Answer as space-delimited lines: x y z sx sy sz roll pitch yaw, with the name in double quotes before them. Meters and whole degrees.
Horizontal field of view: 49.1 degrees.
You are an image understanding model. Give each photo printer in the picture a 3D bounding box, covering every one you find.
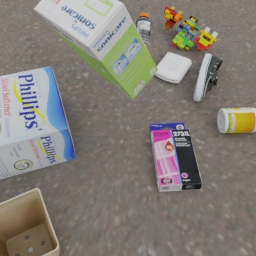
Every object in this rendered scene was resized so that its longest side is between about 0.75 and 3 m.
"photo printer" 1.693 -2.260 10.679 1.082 0.452 1.301 24 55 17

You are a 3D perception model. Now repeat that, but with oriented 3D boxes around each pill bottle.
"pill bottle" 0.504 -3.252 9.230 0.526 0.526 0.990 5 85 4
"pill bottle" 3.627 -0.241 8.826 1.417 0.787 0.787 -2 51 -1

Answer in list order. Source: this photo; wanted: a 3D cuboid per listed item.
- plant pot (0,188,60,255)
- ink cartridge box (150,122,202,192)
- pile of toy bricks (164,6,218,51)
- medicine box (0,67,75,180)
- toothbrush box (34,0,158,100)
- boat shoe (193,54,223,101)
"plant pot" -2.353 2.525 6.247 1.499 1.329 1.501 -22 55 -17
"ink cartridge box" 1.348 0.690 8.338 1.165 0.456 2.461 -3 49 -2
"pile of toy bricks" 2.320 -3.830 11.667 2.463 1.367 1.216 35 86 7
"medicine box" -3.364 -0.158 8.276 2.996 1.542 2.729 -15 53 -12
"toothbrush box" -0.544 -1.838 6.032 1.716 2.357 1.015 40 91 28
"boat shoe" 2.923 -1.866 10.121 0.717 0.869 2.532 16 51 12
